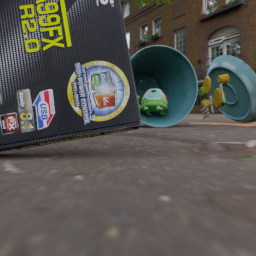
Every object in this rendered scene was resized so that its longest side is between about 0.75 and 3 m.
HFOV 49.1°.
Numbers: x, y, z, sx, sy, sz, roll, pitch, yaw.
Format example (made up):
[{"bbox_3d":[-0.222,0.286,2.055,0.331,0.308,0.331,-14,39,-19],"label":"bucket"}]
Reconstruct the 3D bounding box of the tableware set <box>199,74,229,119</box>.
[{"bbox_3d":[2.636,-1.066,8.615,0.287,1.258,1.868,-4,-15,-5],"label":"tableware set"}]

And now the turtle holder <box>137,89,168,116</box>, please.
[{"bbox_3d":[0.747,-0.828,8.914,1.032,0.733,0.784,-8,-18,37],"label":"turtle holder"}]

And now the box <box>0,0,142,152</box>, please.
[{"bbox_3d":[-0.840,-0.865,3.005,1.648,2.058,0.455,-9,-5,-3],"label":"box"}]

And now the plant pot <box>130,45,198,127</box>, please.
[{"bbox_3d":[0.748,-1.220,8.804,2.365,2.365,1.593,-1,2,-15],"label":"plant pot"}]

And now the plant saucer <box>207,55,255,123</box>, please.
[{"bbox_3d":[3.922,-1.373,10.687,0.389,2.836,2.836,-28,12,-15],"label":"plant saucer"}]
